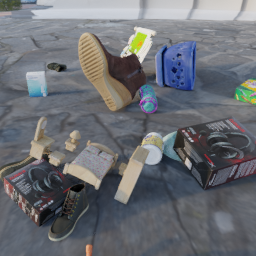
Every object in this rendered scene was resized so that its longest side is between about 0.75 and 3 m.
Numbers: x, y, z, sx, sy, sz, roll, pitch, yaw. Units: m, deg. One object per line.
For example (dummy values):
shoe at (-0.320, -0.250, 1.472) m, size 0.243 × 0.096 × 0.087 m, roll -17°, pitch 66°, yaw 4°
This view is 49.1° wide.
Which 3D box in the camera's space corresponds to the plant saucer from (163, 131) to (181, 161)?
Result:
plant saucer at (1.707, 0.414, 8.068) m, size 1.596 × 0.307 × 1.596 m, roll 1°, pitch 28°, yaw 0°

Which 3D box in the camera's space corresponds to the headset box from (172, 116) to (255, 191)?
headset box at (2.389, 0.545, 7.060) m, size 1.995 × 0.771 × 1.485 m, roll -12°, pitch 44°, yaw -19°

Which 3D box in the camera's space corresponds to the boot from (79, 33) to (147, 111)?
boot at (-0.462, -2.344, 10.410) m, size 1.078 × 2.978 × 2.478 m, roll -6°, pitch 30°, yaw 36°

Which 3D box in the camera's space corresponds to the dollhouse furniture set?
dollhouse furniture set at (-0.803, 0.485, 6.407) m, size 2.421 × 1.072 × 1.255 m, roll 24°, pitch 23°, yaw 7°

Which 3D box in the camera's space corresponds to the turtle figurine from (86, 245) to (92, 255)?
turtle figurine at (0.228, 2.439, 3.773) m, size 2.004 × 0.800 × 2.485 m, roll -5°, pitch 29°, yaw -9°

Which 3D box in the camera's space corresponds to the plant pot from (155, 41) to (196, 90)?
plant pot at (2.150, -2.803, 12.519) m, size 1.637 × 1.821 × 1.821 m, roll 3°, pitch 29°, yaw 18°

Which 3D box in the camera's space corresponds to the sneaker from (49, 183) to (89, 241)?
sneaker at (-1.194, 1.608, 5.510) m, size 0.433 × 0.615 × 1.158 m, roll 11°, pitch 30°, yaw 19°

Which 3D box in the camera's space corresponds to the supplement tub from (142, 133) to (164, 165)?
supplement tub at (0.654, 0.534, 7.523) m, size 0.598 × 0.598 × 0.823 m, roll 6°, pitch 29°, yaw 11°

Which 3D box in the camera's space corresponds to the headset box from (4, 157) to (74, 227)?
headset box at (-1.896, 1.272, 5.954) m, size 1.309 × 0.505 × 0.974 m, roll 36°, pitch 41°, yaw 24°

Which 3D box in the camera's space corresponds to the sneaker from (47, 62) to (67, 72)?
sneaker at (-3.770, -3.169, 14.593) m, size 1.032 × 0.395 × 0.591 m, roll 8°, pitch 22°, yaw 4°

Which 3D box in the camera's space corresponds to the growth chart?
growth chart at (0.189, -3.358, 12.971) m, size 0.263 × 2.968 × 2.148 m, roll 28°, pitch 0°, yaw -37°

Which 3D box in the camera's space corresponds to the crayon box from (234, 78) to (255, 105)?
crayon box at (5.194, -1.513, 11.394) m, size 1.036 × 0.508 × 1.744 m, roll 22°, pitch 35°, yaw 35°

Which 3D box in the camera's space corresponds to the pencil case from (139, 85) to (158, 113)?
pencil case at (0.730, -1.107, 10.500) m, size 0.677 × 0.624 × 1.465 m, roll 21°, pitch 24°, yaw -12°

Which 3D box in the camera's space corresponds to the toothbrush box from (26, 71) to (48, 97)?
toothbrush box at (-3.708, -1.785, 11.438) m, size 0.701 × 0.957 × 0.408 m, roll -6°, pitch 29°, yaw -9°

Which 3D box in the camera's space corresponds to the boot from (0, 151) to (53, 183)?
boot at (-2.286, 1.121, 6.671) m, size 1.332 × 0.516 × 0.921 m, roll -24°, pitch 43°, yaw -22°
